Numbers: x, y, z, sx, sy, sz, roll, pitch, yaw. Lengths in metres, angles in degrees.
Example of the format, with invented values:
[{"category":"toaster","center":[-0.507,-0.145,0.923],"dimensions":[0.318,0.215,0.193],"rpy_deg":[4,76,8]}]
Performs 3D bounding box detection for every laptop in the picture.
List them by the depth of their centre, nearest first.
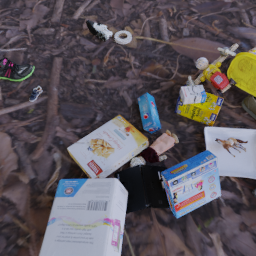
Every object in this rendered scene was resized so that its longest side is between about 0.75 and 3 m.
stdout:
[{"category":"laptop","center":[0.558,2.113,9.521],"dimensions":[1.724,0.890,1.528],"rpy_deg":[9,54,-25]}]

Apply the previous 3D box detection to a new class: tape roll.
[{"category":"tape roll","center":[-0.244,-4.485,13.851],"dimensions":[0.869,0.159,0.869],"rpy_deg":[0,56,-1]}]

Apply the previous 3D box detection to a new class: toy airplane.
[{"category":"toy airplane","center":[3.273,-2.352,11.317],"dimensions":[1.521,2.146,2.156],"rpy_deg":[34,68,-28]}]

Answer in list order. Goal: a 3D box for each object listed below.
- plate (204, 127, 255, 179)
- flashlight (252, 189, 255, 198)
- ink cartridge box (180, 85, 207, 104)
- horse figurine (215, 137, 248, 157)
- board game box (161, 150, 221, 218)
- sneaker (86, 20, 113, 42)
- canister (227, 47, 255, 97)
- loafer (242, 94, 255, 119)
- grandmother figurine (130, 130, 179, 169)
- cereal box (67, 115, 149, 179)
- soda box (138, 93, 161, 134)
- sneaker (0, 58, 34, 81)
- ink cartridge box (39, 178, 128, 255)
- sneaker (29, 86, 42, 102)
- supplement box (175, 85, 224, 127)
[{"category":"plate","center":[3.808,0.906,10.158],"dimensions":[2.019,0.327,2.024],"rpy_deg":[3,57,5]},{"category":"flashlight","center":[4.699,1.952,9.455],"dimensions":[1.112,0.378,0.377],"rpy_deg":[-32,60,-18]},{"category":"ink cartridge box","center":[2.434,-1.260,10.529],"dimensions":[0.841,0.355,0.614],"rpy_deg":[-6,54,-5]},{"category":"horse figurine","center":[3.759,0.603,10.057],"dimensions":[1.315,0.328,0.871],"rpy_deg":[-14,45,-40]},{"category":"board game box","center":[1.947,1.708,8.471],"dimensions":[1.651,1.617,0.461],"rpy_deg":[-23,33,-11]},{"category":"sneaker","center":[-1.414,-4.917,13.927],"dimensions":[1.530,0.567,0.677],"rpy_deg":[41,65,13]},{"category":"canister","center":[5.667,-2.434,11.365],"dimensions":[2.207,1.286,2.971],"rpy_deg":[35,44,23]},{"category":"loafer","center":[5.498,-0.505,10.797],"dimensions":[0.911,0.844,2.423],"rpy_deg":[-35,63,-21]},{"category":"grandmother figurine","center":[0.920,0.873,10.082],"dimensions":[1.974,0.598,1.197],"rpy_deg":[-35,31,-17]},{"category":"cereal box","center":[-0.719,0.690,10.081],"dimensions":[2.422,0.479,1.742],"rpy_deg":[-34,53,-21]},{"category":"soda box","center":[0.823,-0.593,10.954],"dimensions":[0.495,0.523,1.542],"rpy_deg":[-29,52,29]},{"category":"sneaker","center":[-5.138,-2.569,12.148],"dimensions":[2.084,0.873,0.800],"rpy_deg":[-2,56,-1]},{"category":"ink cartridge box","center":[-1.220,2.933,8.062],"dimensions":[1.967,1.152,2.722],"rpy_deg":[-4,53,19]},{"category":"sneaker","center":[-3.909,-1.453,11.763],"dimensions":[0.297,0.301,0.758],"rpy_deg":[21,60,12]},{"category":"supplement box","center":[2.774,-0.877,11.029],"dimensions":[1.600,0.871,0.876],"rpy_deg":[22,59,14]}]
